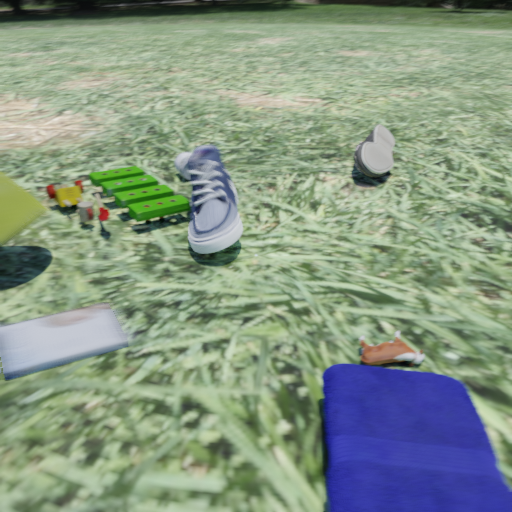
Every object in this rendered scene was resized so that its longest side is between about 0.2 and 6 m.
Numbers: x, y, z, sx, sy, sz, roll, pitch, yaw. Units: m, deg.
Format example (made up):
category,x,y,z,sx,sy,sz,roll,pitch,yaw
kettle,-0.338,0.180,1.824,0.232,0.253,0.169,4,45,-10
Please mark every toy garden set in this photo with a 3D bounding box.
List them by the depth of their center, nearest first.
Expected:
category,x,y,z,sx,sy,sz,roll,pitch,yaw
toy garden set,-2.774,-1.048,10.998,2.060,0.493,2.471,-16,32,-31

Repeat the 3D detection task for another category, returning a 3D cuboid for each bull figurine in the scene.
category,x,y,z,sx,sy,sz,roll,pitch,yaw
bull figurine,1.671,1.174,6.960,0.807,0.263,0.490,-2,26,-6

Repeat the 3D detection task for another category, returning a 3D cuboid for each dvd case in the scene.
category,x,y,z,sx,sy,sz,roll,pitch,yaw
dvd case,-2.543,1.058,7.306,1.494,0.131,1.066,-13,31,-24

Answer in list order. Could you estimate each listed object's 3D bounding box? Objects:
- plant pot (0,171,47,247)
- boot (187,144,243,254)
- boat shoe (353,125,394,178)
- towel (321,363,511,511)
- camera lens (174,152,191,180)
category,x,y,z,sx,sy,sz,roll,pitch,yaw
plant pot,-4.436,-0.881,8.627,1.599,1.709,1.599,-34,16,11
boot,-0.884,-1.088,9.987,0.991,1.230,2.723,-18,25,4
boat shoe,2.739,-2.333,13.302,0.873,0.744,2.612,41,35,-5
towel,1.449,1.949,5.273,1.658,0.556,2.245,7,28,0
camera lens,-1.544,-2.045,12.787,0.525,0.525,0.657,-11,29,-20
